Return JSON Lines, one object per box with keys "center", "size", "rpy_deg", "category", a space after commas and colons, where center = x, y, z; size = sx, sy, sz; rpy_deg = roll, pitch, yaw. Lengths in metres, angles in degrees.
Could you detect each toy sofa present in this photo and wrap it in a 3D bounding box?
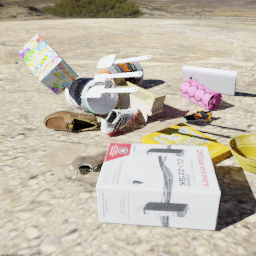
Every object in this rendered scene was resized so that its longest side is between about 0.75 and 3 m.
{"center": [0.280, -1.343, 12.630], "size": [2.624, 1.281, 1.087], "rpy_deg": [28, 28, 26], "category": "toy sofa"}

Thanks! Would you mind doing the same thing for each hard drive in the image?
{"center": [4.267, -2.483, 14.729], "size": [2.677, 1.766, 0.352], "rpy_deg": [13, 67, 23], "category": "hard drive"}

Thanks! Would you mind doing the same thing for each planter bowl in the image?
{"center": [4.122, 0.943, 9.035], "size": [1.815, 0.756, 1.815], "rpy_deg": [0, 28, 0], "category": "planter bowl"}

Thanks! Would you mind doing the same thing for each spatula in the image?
{"center": [-0.337, -1.611, 8.412], "size": [2.228, 0.179, 1.549], "rpy_deg": [4, 64, 44], "category": "spatula"}

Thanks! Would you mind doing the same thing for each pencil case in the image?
{"center": [3.635, -1.699, 13.855], "size": [1.101, 1.067, 2.350], "rpy_deg": [-9, 31, -21], "category": "pencil case"}

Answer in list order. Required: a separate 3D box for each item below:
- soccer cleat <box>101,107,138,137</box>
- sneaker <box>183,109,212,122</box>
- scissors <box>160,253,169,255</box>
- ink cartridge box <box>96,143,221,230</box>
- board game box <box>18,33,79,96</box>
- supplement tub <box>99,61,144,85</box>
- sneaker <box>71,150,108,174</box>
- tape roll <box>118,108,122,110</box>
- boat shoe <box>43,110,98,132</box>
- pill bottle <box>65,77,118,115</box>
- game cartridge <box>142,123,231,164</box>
{"center": [-0.300, -0.460, 11.301], "size": [0.708, 0.879, 2.065], "rpy_deg": [24, 47, 35], "category": "soccer cleat"}
{"center": [3.035, -0.596, 12.194], "size": [1.243, 0.559, 0.435], "rpy_deg": [1, 28, 2], "category": "sneaker"}
{"center": [1.097, 2.883, 6.061], "size": [0.855, 0.060, 0.313], "rpy_deg": [6, 30, 9], "category": "scissors"}
{"center": [0.804, 1.457, 7.530], "size": [2.921, 1.223, 2.108], "rpy_deg": [3, 28, 5], "category": "ink cartridge box"}
{"center": [-3.291, -2.612, 11.503], "size": [1.191, 1.213, 2.313], "rpy_deg": [-44, 56, 1], "category": "board game box"}
{"center": [-0.399, -2.854, 15.563], "size": [2.385, 1.461, 1.461], "rpy_deg": [-24, 36, -38], "category": "supplement tub"}
{"center": [-1.045, 1.155, 9.067], "size": [1.510, 0.532, 0.570], "rpy_deg": [-10, 50, -16], "category": "sneaker"}
{"center": [0.039, -1.220, 13.240], "size": [1.021, 0.701, 1.021], "rpy_deg": [0, 27, 0], "category": "tape roll"}
{"center": [-2.307, -0.249, 11.286], "size": [2.178, 0.783, 0.740], "rpy_deg": [-5, 27, -9], "category": "boat shoe"}
{"center": [-1.721, -1.490, 12.474], "size": [1.525, 1.525, 2.696], "rpy_deg": [-17, 19, -30], "category": "pill bottle"}
{"center": [2.054, 0.626, 10.041], "size": [2.138, 0.393, 2.425], "rpy_deg": [-18, 31, -31], "category": "game cartridge"}
